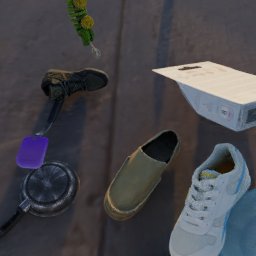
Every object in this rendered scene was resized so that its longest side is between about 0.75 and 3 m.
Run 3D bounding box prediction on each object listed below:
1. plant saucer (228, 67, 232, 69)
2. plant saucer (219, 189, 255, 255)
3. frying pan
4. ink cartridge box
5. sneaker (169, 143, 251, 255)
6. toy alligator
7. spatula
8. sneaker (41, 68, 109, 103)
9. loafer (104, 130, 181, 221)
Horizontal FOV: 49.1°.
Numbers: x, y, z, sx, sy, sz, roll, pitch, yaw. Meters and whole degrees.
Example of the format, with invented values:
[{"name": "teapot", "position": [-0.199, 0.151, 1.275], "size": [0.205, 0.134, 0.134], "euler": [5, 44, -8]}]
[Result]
[{"name": "plant saucer", "position": [2.800, -1.204, 8.309], "size": [1.529, 0.247, 1.529], "euler": [0, 58, -1]}, {"name": "plant saucer", "position": [2.866, 2.115, 5.449], "size": [2.293, 0.441, 2.293], "euler": [-25, 24, 12]}, {"name": "frying pan", "position": [-2.297, 1.547, 6.581], "size": [2.341, 0.381, 1.416], "euler": [-21, 60, -16]}, {"name": "ink cartridge box", "position": [2.440, -0.995, 7.367], "size": [2.424, 0.851, 2.982], "euler": [-15, 27, -31]}, {"name": "sneaker", "position": [1.631, 1.536, 5.865], "size": [1.080, 1.140, 2.823], "euler": [4, 43, 43]}, {"name": "toy alligator", "position": [-1.344, -2.974, 8.129], "size": [0.516, 2.149, 0.712], "euler": [-30, 29, -23]}, {"name": "spatula", "position": [-2.167, -0.055, 7.396], "size": [0.737, 0.268, 2.607], "euler": [1, 45, 13]}, {"name": "sneaker", "position": [-1.533, -1.166, 7.860], "size": [1.929, 0.737, 1.105], "euler": [2, 40, 5]}, {"name": "loafer", "position": [0.359, 0.942, 6.598], "size": [1.000, 0.887, 2.631], "euler": [30, 63, 17]}]
